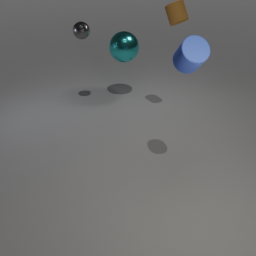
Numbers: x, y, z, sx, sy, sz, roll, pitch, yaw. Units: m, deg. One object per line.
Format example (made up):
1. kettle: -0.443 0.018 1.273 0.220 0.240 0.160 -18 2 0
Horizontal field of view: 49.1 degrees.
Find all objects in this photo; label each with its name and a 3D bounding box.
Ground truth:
1. cylinder: 1.769 -4.170 10.159 0.700 0.700 0.700 -19 10 4
2. ball: -1.921 -4.018 11.547 0.700 0.700 0.700 0 30 0
3. cylinder: 1.518 -1.761 6.775 0.700 0.700 0.700 -6 -10 -10
4. ball: -0.182 -3.749 12.980 1.400 1.400 1.400 0 30 0
